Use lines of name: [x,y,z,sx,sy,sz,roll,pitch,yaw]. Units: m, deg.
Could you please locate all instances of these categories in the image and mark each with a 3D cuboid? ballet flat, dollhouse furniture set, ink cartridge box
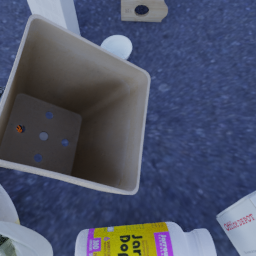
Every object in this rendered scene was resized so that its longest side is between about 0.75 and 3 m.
ballet flat: [-1.828,1.606,3.533,0.964,2.777,0.964,-17,44,17]
dollhouse furniture set: [0.635,-5.642,9.535,1.605,2.553,2.886,3,64,1]
ink cartridge box: [3.347,2.618,5.557,1.212,2.134,2.928,-25,66,-12]

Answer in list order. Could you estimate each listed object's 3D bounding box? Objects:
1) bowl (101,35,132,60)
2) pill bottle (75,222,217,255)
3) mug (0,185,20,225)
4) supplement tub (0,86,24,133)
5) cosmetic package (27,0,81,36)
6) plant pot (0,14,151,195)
bowl: [-0.352,-2.454,9.055,1.020,0.459,1.020,-2,69,6]
pill bottle: [0.360,2.764,5.875,2.763,1.440,1.440,-5,63,-3]
mug: [-3.656,2.503,5.762,2.132,2.080,2.598,-26,59,-4]
supplement tub: [-3.468,0.001,7.408,1.219,1.219,1.990,12,64,6]
cosmetic package: [-2.453,-3.918,8.835,1.680,2.228,0.576,31,67,15]
plant pot: [-1.174,-0.094,4.947,2.243,1.988,2.246,21,65,-29]
